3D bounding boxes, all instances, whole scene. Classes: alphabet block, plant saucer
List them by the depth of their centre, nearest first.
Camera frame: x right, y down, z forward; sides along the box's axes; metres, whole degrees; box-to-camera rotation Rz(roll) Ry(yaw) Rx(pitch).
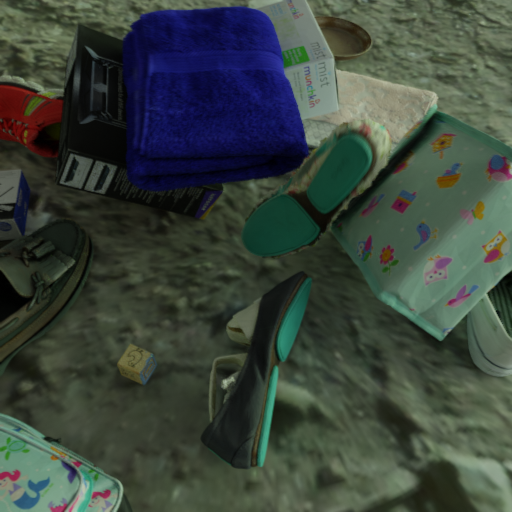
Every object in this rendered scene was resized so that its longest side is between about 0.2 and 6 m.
[{"bbox_3d":[-1.631,1.494,7.688,0.372,0.365,0.363,20,54,14],"label":"alphabet block"},{"bbox_3d":[1.693,-4.762,12.353,1.699,0.273,1.699,4,51,-5],"label":"plant saucer"}]

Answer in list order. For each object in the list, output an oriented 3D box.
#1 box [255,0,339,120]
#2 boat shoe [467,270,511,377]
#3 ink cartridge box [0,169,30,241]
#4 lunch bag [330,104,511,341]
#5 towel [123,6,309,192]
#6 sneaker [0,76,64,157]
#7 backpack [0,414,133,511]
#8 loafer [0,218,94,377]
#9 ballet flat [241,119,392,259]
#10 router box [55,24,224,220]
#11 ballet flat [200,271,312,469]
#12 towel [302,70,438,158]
[{"bbox_3d":[0.215,-3.595,10.639,2.183,1.196,2.474,-14,49,4],"label":"box"},{"bbox_3d":[3.515,0.291,8.174,1.044,0.948,2.839,3,55,-6],"label":"boat shoe"},{"bbox_3d":[-5.116,-0.744,9.249,2.468,0.546,1.160,-7,53,-5],"label":"ink cartridge box"},{"bbox_3d":[2.326,-0.701,7.845,2.401,1.718,2.818,-48,31,17],"label":"lunch bag"},{"bbox_3d":[-0.754,-2.618,8.586,2.631,0.883,3.563,-8,54,-3],"label":"towel"},{"bbox_3d":[-3.982,-2.366,9.978,3.065,1.180,1.301,4,45,3],"label":"sneaker"},{"bbox_3d":[-2.799,2.818,5.927,2.352,1.770,2.088,22,55,22],"label":"backpack"},{"bbox_3d":[-3.550,0.651,7.848,1.265,1.107,3.521,21,56,15],"label":"loafer"},{"bbox_3d":[0.871,-0.849,7.775,1.068,2.825,0.903,52,45,0],"label":"ballet flat"},{"bbox_3d":[-1.962,-2.297,9.531,2.487,0.826,3.163,12,50,-27],"label":"router box"},{"bbox_3d":[-0.029,1.319,7.464,1.054,1.054,2.887,13,56,10],"label":"ballet flat"},{"bbox_3d":[1.838,-2.609,10.713,2.749,0.443,2.626,19,55,13],"label":"towel"}]
